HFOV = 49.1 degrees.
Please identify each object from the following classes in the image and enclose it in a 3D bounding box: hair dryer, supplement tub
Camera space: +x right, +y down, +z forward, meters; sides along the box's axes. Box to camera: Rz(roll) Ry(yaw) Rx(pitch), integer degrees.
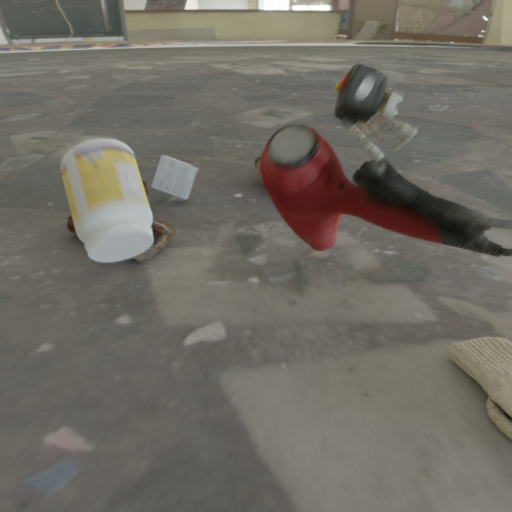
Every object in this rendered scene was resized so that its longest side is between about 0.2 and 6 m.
[{"bbox_3d":[1.335,-0.605,7.423,1.059,2.968,3.897,-49,10,-14],"label":"hair dryer"},{"bbox_3d":[-1.784,-0.659,6.770,0.919,0.919,1.265,-12,70,-23],"label":"supplement tub"}]

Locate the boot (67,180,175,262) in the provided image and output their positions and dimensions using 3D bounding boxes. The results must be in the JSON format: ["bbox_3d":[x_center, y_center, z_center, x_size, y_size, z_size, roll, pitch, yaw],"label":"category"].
[{"bbox_3d":[-2.089,-0.685,10.237,2.110,0.678,1.967,16,43,35],"label":"boot"}]

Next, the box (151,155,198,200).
[{"bbox_3d":[-1.709,-1.653,11.765,0.783,0.720,0.411,20,9,-3],"label":"box"}]

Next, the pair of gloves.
[{"bbox_3d":[3.880,1.464,6.102,2.824,0.495,2.401,-2,26,-6],"label":"pair of gloves"}]

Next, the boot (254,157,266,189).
[{"bbox_3d":[1.042,-1.997,12.913,2.208,0.775,1.614,-16,32,-19],"label":"boot"}]
